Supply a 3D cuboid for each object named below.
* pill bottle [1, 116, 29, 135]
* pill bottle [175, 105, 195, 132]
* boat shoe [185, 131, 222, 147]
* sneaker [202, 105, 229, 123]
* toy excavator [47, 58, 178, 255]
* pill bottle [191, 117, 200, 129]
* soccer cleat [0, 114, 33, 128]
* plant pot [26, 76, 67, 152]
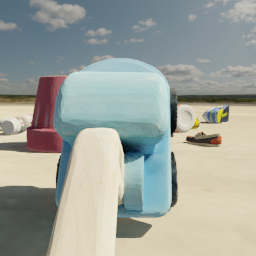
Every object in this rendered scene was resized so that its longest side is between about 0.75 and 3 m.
[{"bbox_3d":[-3.974,-0.087,9.873,0.598,0.598,1.032,1,7,5],"label":"pill bottle"},{"bbox_3d":[1.660,-0.418,11.026,1.020,1.020,1.863,-3,7,-29],"label":"pill bottle"},{"bbox_3d":[2.049,0.271,7.632,0.404,0.355,1.134,-7,8,-37],"label":"boat shoe"},{"bbox_3d":[4.774,-0.751,14.939,0.995,0.894,2.418,2,5,36],"label":"sneaker"},{"bbox_3d":[-0.161,0.232,2.284,1.320,2.570,2.643,1,-22,4],"label":"toy excavator"},{"bbox_3d":[2.521,-0.189,11.486,0.847,0.463,0.463,-5,8,-34],"label":"pill bottle"},{"bbox_3d":[-4.284,-0.171,11.285,1.670,0.583,0.721,-10,20,-35],"label":"soccer cleat"},{"bbox_3d":[-1.618,-0.406,7.273,1.990,1.781,1.990,-1,6,0],"label":"plant pot"}]
